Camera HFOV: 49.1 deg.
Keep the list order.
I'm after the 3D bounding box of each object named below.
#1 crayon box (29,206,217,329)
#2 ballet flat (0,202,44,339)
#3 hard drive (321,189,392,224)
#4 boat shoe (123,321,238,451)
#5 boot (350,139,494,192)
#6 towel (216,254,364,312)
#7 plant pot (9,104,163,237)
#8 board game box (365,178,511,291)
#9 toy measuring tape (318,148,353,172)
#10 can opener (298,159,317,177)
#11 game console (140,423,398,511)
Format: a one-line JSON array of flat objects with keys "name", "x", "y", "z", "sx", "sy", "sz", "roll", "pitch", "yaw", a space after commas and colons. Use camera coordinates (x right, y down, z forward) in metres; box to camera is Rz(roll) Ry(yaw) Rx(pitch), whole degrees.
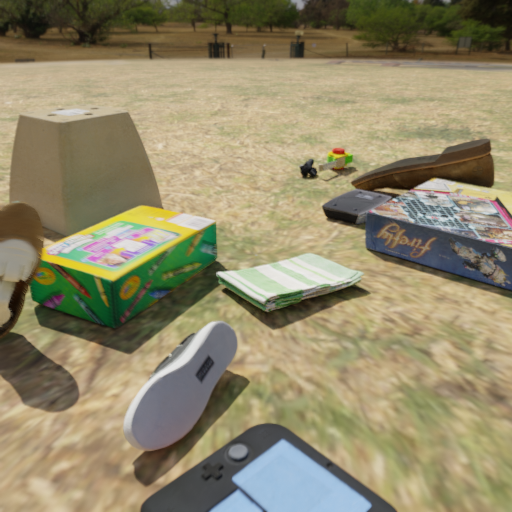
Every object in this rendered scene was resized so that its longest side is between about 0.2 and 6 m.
[{"name": "crayon box", "x": -1.807, "y": 0.034, "z": 8.060, "sx": 1.460, "sy": 0.716, "sz": 2.459, "roll": 13, "pitch": 27, "yaw": 25}, {"name": "ballet flat", "x": -2.803, "y": 0.257, "z": 6.328, "sx": 0.596, "sy": 1.757, "sz": 0.635, "roll": 15, "pitch": 28, "yaw": -26}, {"name": "hard drive", "x": 1.970, "y": -0.968, "z": 10.916, "sx": 0.916, "sy": 0.288, "sz": 1.359, "roll": 17, "pitch": 29, "yaw": 34}, {"name": "boat shoe", "x": -0.769, "y": 1.282, "z": 5.580, "sx": 0.497, "sy": 0.602, "sz": 1.755, "roll": -23, "pitch": 13, "yaw": 36}, {"name": "boot", "x": 3.330, "y": -1.500, "z": 11.458, "sx": 2.937, "sy": 1.108, "sz": 1.081, "roll": -7, "pitch": 20, "yaw": 37}, {"name": "towel", "x": 0.473, "y": 0.306, "z": 7.974, "sx": 1.741, "sy": 0.204, "sz": 1.328, "roll": -13, "pitch": 22, "yaw": -32}, {"name": "plant pot", "x": -3.364, "y": -1.808, "z": 10.784, "sx": 2.196, "sy": 1.947, "sz": 2.199, "roll": 19, "pitch": 29, "yaw": 36}, {"name": "board game box", "x": 4.088, "y": -0.310, "z": 8.932, "sx": 3.890, "sy": 0.673, "sz": 2.635, "roll": 20, "pitch": 30, "yaw": 37}, {"name": "toy measuring tape", "x": 1.831, "y": -2.325, "z": 13.737, "sx": 0.562, "sy": 0.562, "sz": 1.528, "roll": 19, "pitch": 30, "yaw": 37}, {"name": "can opener", "x": 1.252, "y": -2.150, "z": 13.669, "sx": 0.351, "sy": 0.435, "sz": 1.106, "roll": -36, "pitch": 13, "yaw": 17}, {"name": "game console", "x": 0.124, "y": 1.994, "z": 4.237, "sx": 1.438, "sy": 0.252, "sz": 1.626, "roll": -19, "pitch": 30, "yaw": -38}]
